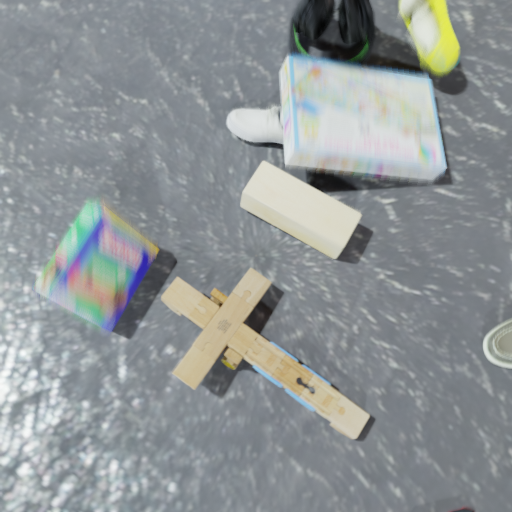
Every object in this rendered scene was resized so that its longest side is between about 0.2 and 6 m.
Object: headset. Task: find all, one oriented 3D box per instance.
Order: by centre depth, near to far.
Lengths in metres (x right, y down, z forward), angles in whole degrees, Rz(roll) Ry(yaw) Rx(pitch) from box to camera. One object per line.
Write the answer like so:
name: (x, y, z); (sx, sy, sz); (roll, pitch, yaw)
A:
headset: (1.725, -5.356, 12.160); (1.848, 1.406, 2.993); (9, 71, 3)

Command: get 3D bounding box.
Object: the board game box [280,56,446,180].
board game box: (2.110, -2.732, 11.219); (3.200, 0.548, 2.151); (4, 68, -15)

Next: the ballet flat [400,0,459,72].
ballet flat: (3.581, -5.109, 11.987); (0.899, 0.896, 2.683); (9, 58, -35)

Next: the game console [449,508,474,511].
game console: (3.214, 4.812, 9.295); (1.163, 0.181, 1.029); (-11, 71, -3)

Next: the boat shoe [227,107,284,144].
boat shoe: (0.443, -2.714, 11.542); (2.104, 0.692, 0.757); (18, 61, 3)

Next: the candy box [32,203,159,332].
candy box: (-2.802, 0.210, 10.003); (0.692, 1.518, 1.796); (13, 69, 42)

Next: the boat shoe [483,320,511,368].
boat shoe: (5.470, 1.417, 10.145); (2.612, 0.781, 0.933); (-10, 71, -3)

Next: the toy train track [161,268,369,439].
toy train track: (0.104, 1.862, 10.128); (4.187, 0.681, 2.401); (35, 67, 5)

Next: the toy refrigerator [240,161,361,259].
toy refrigerator: (0.842, -0.873, 10.920); (2.177, 0.762, 0.826); (29, 71, 4)
